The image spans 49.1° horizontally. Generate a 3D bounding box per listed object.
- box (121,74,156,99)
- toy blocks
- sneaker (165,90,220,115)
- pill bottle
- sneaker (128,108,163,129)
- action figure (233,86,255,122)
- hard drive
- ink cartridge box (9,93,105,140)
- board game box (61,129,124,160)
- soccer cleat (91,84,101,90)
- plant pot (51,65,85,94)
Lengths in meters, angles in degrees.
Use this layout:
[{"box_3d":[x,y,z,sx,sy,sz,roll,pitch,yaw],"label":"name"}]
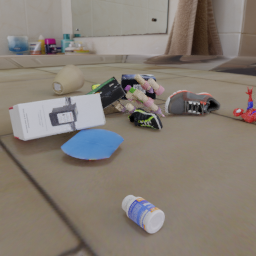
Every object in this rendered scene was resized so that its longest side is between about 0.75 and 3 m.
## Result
[{"box_3d":[0.556,-2.375,15.849,1.924,1.185,1.908,0,17,0],"label":"box"},{"box_3d":[0.663,-1.090,12.282,1.618,1.922,1.796,41,-1,-28],"label":"toy blocks"},{"box_3d":[2.907,-1.042,12.226,2.721,1.048,1.114,-10,27,-25],"label":"sneaker"},{"box_3d":[0.255,1.575,5.258,0.451,0.451,0.806,-15,24,-37],"label":"pill bottle"},{"box_3d":[0.621,-0.219,10.693,0.721,0.625,1.742,-36,31,-18],"label":"sneaker"},{"box_3d":[5.765,-0.879,11.160,2.949,1.460,0.962,2,18,13],"label":"action figure"},{"box_3d":[-1.185,-1.497,12.963,1.940,0.525,2.777,-32,21,2],"label":"hard drive"},{"box_3d":[-2.389,-0.402,9.420,2.665,1.111,1.935,-12,6,-30],"label":"ink cartridge box"},{"box_3d":[-1.016,0.595,8.372,1.499,0.369,1.897,11,27,17],"label":"board game box"},{"box_3d":[-1.571,-2.025,15.535,0.941,0.728,2.251,3,18,-6],"label":"soccer cleat"},{"box_3d":[-3.701,-2.694,16.521,1.626,1.626,1.736,7,32,20],"label":"plant pot"}]
